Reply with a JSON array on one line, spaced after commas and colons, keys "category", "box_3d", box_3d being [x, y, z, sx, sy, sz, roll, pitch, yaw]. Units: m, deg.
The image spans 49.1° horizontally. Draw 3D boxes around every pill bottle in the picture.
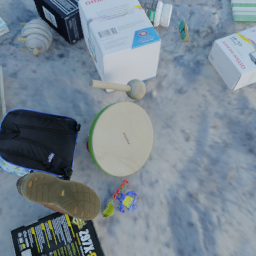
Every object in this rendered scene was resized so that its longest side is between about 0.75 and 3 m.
[{"category": "pill bottle", "box_3d": [0.788, -4.381, 10.611, 1.644, 0.930, 0.930, 12, 63, 7]}]

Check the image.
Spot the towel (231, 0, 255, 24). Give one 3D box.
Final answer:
[{"category": "towel", "box_3d": [4.955, -4.997, 11.333, 1.572, 0.241, 2.061, 2, 64, 1]}]

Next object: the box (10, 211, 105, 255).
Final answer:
[{"category": "box", "box_3d": [-1.551, 3.333, 6.815, 2.010, 0.621, 2.517, -20, 65, -12]}]

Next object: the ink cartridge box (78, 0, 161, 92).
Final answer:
[{"category": "ink cartridge box", "box_3d": [-0.322, -2.923, 9.331, 1.856, 1.847, 2.529, -19, 64, -9]}]

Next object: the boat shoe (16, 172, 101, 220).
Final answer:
[{"category": "boat shoe", "box_3d": [-1.000, 0.996, 4.180, 0.468, 1.385, 0.499, -5, 60, 47]}]

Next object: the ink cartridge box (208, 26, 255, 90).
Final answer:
[{"category": "ink cartridge box", "box_3d": [4.209, -2.481, 9.615, 2.248, 0.962, 1.659, -21, 65, -12]}]

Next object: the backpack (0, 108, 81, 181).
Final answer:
[{"category": "backpack", "box_3d": [-2.501, 0.520, 7.618, 1.985, 1.459, 1.817, 15, 61, -20]}]

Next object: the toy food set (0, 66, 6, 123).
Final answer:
[{"category": "toy food set", "box_3d": [-5.309, -0.798, 8.789, 2.878, 0.869, 2.065, -15, 64, -7]}]

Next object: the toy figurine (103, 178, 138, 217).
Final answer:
[{"category": "toy figurine", "box_3d": [-0.088, 2.020, 7.518, 0.702, 0.618, 1.171, 31, 68, 9]}]

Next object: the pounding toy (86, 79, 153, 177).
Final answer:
[{"category": "pounding toy", "box_3d": [-0.451, -0.035, 8.111, 2.080, 1.250, 2.695, -7, 98, -37]}]

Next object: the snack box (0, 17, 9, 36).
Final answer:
[{"category": "snack box", "box_3d": [-5.766, -4.206, 10.801, 1.321, 0.422, 2.274, -36, 68, -17]}]

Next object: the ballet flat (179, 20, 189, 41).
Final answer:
[{"category": "ballet flat", "box_3d": [2.150, -3.665, 10.643, 0.307, 0.334, 0.974, 13, 62, -25]}]

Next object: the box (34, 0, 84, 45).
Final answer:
[{"category": "box", "box_3d": [-2.010, -4.621, 10.494, 2.158, 1.341, 2.175, -39, 69, -18]}]

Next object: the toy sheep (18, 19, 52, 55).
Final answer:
[{"category": "toy sheep", "box_3d": [-3.259, -3.220, 9.943, 1.158, 1.158, 1.680, -4, 65, -2]}]

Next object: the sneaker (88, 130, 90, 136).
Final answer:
[{"category": "sneaker", "box_3d": [-0.792, -0.195, 8.668, 0.471, 0.517, 1.260, 33, 66, 20]}]
